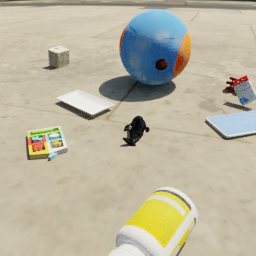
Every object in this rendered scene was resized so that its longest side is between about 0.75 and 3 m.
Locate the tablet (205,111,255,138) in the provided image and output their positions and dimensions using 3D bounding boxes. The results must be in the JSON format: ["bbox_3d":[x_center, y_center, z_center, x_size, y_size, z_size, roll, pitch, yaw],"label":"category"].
[{"bbox_3d":[3.571,-0.142,8.799,1.931,0.132,1.256,-8,31,-15],"label":"tablet"}]

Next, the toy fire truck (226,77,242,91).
[{"bbox_3d":[4.408,-1.707,11.194,0.938,0.526,0.787,25,20,32],"label":"toy fire truck"}]

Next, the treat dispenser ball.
[{"bbox_3d":[1.086,-3.236,11.402,2.923,2.923,2.923,0,30,0],"label":"treat dispenser ball"}]

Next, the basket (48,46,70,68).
[{"bbox_3d":[-3.426,-3.517,13.957,0.694,0.863,0.855,26,39,28],"label":"basket"}]

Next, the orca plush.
[{"bbox_3d":[0.197,-0.073,8.292,0.762,0.515,1.448,14,33,23],"label":"orca plush"}]

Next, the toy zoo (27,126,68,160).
[{"bbox_3d":[-2.253,0.421,7.796,0.988,0.154,1.506,-10,31,-17],"label":"toy zoo"}]

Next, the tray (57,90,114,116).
[{"bbox_3d":[-1.536,-0.880,9.988,1.993,0.221,1.070,24,37,36],"label":"tray"}]

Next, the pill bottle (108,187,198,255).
[{"bbox_3d":[0.393,1.807,4.610,0.941,0.941,1.690,19,35,30],"label":"pill bottle"}]

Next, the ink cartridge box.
[{"bbox_3d":[4.122,-1.369,9.940,0.577,0.993,0.334,-28,-20,29],"label":"ink cartridge box"}]
